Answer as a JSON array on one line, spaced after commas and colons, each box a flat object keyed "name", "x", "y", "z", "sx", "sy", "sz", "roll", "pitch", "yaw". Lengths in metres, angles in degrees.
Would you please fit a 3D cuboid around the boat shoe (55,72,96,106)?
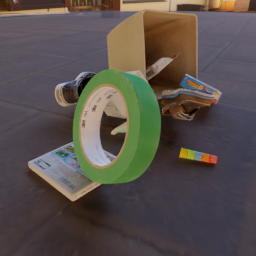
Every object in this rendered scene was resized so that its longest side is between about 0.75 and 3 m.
[{"name": "boat shoe", "x": -1.435, "y": -1.474, "z": 9.921, "sx": 0.958, "sy": 1.014, "sz": 2.826, "roll": -8, "pitch": 14, "yaw": 22}]

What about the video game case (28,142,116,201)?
[{"name": "video game case", "x": -1.235, "y": 0.912, "z": 6.871, "sx": 1.823, "sy": 0.216, "sz": 1.659, "roll": 23, "pitch": 35, "yaw": 38}]

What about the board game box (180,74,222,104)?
[{"name": "board game box", "x": 2.653, "y": -1.474, "z": 10.277, "sx": 1.421, "sy": 0.406, "sz": 1.451, "roll": 28, "pitch": 17, "yaw": 5}]

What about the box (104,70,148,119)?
[{"name": "box", "x": -0.167, "y": -1.084, "z": 8.956, "sx": 1.336, "sy": 0.873, "sz": 1.329, "roll": -44, "pitch": 25, "yaw": -17}]

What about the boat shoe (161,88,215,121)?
[{"name": "boat shoe", "x": 1.741, "y": -0.678, "z": 8.481, "sx": 0.896, "sy": 0.898, "sz": 2.482, "roll": 9, "pitch": 2, "yaw": -15}]

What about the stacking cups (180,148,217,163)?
[{"name": "stacking cups", "x": 1.795, "y": 0.739, "z": 7.161, "sx": 0.920, "sy": 0.278, "sz": 0.278, "roll": 13, "pitch": 30, "yaw": 13}]

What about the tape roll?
[{"name": "tape roll", "x": -0.342, "y": -0.017, "z": 5.855, "sx": 0.559, "sy": 2.324, "sz": 2.324, "roll": 7, "pitch": 18, "yaw": -41}]

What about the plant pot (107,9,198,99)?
[{"name": "plant pot", "x": 0.797, "y": -2.815, "z": 11.121, "sx": 2.985, "sy": 2.982, "sz": 2.643, "roll": -14, "pitch": 17, "yaw": -38}]

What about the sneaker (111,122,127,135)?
[{"name": "sneaker", "x": -0.109, "y": 0.122, "z": 8.284, "sx": 0.785, "sy": 0.463, "sz": 0.289, "roll": -30, "pitch": 1, "yaw": 21}]

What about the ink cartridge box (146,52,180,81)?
[{"name": "ink cartridge box", "x": 1.095, "y": -2.372, "z": 10.741, "sx": 1.669, "sy": 0.419, "sz": 1.354, "roll": -48, "pitch": 12, "yaw": -32}]
